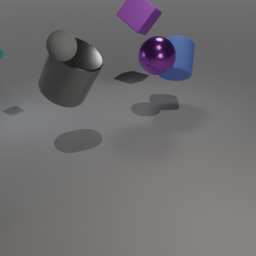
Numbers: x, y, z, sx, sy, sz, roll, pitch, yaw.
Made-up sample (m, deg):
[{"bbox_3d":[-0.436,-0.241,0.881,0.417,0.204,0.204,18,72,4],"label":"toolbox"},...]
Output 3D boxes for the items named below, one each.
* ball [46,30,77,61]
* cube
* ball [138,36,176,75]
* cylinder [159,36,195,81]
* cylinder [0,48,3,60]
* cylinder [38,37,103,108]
[{"bbox_3d":[-1.533,-1.906,6.481,0.700,0.700,0.700,0,29,0],"label":"ball"},{"bbox_3d":[0.580,-5.568,13.618,1.400,1.400,1.400,43,23,6],"label":"cube"},{"bbox_3d":[1.082,-2.685,10.420,1.400,1.400,1.400,0,29,0],"label":"ball"},{"bbox_3d":[1.989,-2.838,11.575,1.400,1.400,1.400,8,-11,2],"label":"cylinder"},{"bbox_3d":[-4.986,-2.751,10.029,0.700,0.700,0.700,41,39,7],"label":"cylinder"},{"bbox_3d":[-1.590,-1.524,7.702,1.400,1.400,1.400,20,43,-19],"label":"cylinder"}]
